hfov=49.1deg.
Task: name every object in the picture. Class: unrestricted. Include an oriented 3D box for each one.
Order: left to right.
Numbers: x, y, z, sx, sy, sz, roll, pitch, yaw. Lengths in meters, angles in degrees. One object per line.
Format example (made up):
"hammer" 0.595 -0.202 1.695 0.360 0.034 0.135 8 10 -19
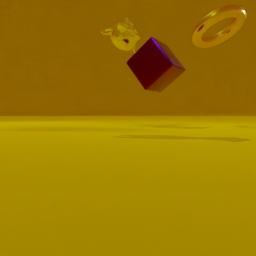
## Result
"monkey head" -0.119 -3.266 9.759 1.504 1.082 0.906 25 -43 -25
"cube" 0.839 -1.841 8.362 1.086 1.086 1.086 -41 -18 25
"ring" 2.949 -3.282 9.179 1.838 0.368 1.838 -18 -17 -6
